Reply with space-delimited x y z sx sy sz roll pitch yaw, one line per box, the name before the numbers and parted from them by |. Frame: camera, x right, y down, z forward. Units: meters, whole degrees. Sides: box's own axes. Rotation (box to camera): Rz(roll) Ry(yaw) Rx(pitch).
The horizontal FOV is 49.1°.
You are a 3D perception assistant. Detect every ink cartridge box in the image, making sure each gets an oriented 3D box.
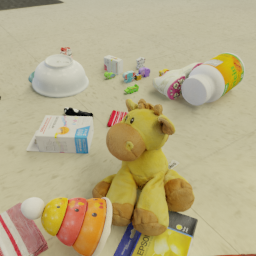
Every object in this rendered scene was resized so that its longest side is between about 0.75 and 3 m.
ink cartridge box | -2.255 0.186 9.288 2.065 0.701 1.189 1 36 2
ink cartridge box | -0.711 -3.111 13.810 0.958 0.695 0.399 27 43 31
ink cartridge box | 0.678 2.494 6.445 1.551 0.364 1.532 15 39 17

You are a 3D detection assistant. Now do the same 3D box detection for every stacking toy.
stacking toy | -1.293 1.835 5.661 1.751 1.279 1.279 21 33 -16
stacking toy | 0.403 -2.523 13.099 2.548 0.599 1.921 -24 42 -28

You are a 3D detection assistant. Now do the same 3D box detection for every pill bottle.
pill bottle | 3.478 -1.980 11.528 1.559 1.559 2.807 29 46 34

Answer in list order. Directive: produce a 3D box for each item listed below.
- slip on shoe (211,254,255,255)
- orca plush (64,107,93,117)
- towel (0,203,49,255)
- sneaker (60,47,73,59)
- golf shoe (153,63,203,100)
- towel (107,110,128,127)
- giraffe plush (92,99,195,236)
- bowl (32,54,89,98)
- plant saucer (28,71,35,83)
slip on shoe | 2.488 2.853 5.483 2.685 0.821 0.994 -2 37 8
orca plush | -1.910 -0.451 10.570 1.215 0.639 0.432 14 82 3
towel | -3.118 2.706 6.233 2.210 0.251 1.592 -27 43 -31
sneaker | -3.432 -3.616 14.281 0.534 0.857 1.598 16 35 23
golf shoe | 2.335 -2.302 12.400 2.994 1.128 1.370 -29 42 -36
towel | 0.001 -0.298 10.419 1.396 0.157 1.010 7 37 9
giraffe plush | 0.387 0.647 6.880 2.570 2.415 2.978 9 34 30
bowl | -3.029 -2.500 12.444 2.546 1.144 2.546 3 40 -2
plant saucer | -3.998 -2.520 13.420 1.534 0.210 1.534 0 35 0
